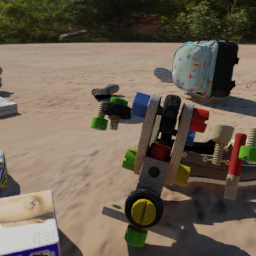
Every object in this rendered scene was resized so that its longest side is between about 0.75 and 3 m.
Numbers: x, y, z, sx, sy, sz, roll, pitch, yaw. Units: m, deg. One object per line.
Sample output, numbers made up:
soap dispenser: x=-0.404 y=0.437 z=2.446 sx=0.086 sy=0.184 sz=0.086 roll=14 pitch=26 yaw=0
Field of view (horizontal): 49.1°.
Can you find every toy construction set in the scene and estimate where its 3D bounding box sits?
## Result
toy construction set: x=0.791 y=0.823 z=4.829 sx=2.888 sy=2.219 sz=2.408 roll=15 pitch=-7 yaw=-16

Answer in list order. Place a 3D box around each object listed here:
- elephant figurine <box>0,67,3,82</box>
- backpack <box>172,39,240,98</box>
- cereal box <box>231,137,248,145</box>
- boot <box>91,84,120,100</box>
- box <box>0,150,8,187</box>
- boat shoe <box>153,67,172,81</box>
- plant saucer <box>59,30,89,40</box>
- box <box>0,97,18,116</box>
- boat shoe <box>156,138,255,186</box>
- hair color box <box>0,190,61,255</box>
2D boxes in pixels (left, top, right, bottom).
elephant figurine: x=-7.506 y=-2.660 z=14.222 sx=2.438 sy=1.892 sz=1.725 roll=8 pitch=57 yaw=49
backpack: x=3.170 y=-2.655 z=12.473 sx=2.179 sy=2.498 sz=2.842 roll=-3 pitch=16 yaw=-17
cereal box: x=3.089 y=0.461 z=7.506 sx=0.819 sy=0.162 sz=0.590 roll=-11 pitch=23 yaw=-27
boot: x=-0.894 y=-1.544 z=12.509 sx=1.371 sy=0.478 sz=0.903 roll=-18 pitch=29 yaw=-16
box: x=-3.462 y=0.944 z=5.624 sx=1.871 sy=0.602 sz=0.656 roll=-8 pitch=22 yaw=-19
boat shoe: x=2.497 y=-2.983 z=16.003 sx=2.097 sy=0.756 sz=0.744 roll=18 pitch=16 yaw=18
plant saucer: x=-2.170 y=-3.725 z=11.163 sx=1.234 sy=0.198 sz=1.234 roll=-9 pitch=24 yaw=4
box: x=-5.235 y=-0.812 z=10.573 sx=1.802 sy=0.371 sz=1.405 roll=20 pitch=28 yaw=40
boat shoe: x=1.836 y=0.640 z=6.070 sx=2.826 sy=0.841 sz=1.015 roll=1 pitch=21 yaw=2
hair color box: x=-2.103 y=1.606 z=3.708 sx=2.301 sy=0.746 sz=1.258 roll=-5 pitch=21 yaw=-18
